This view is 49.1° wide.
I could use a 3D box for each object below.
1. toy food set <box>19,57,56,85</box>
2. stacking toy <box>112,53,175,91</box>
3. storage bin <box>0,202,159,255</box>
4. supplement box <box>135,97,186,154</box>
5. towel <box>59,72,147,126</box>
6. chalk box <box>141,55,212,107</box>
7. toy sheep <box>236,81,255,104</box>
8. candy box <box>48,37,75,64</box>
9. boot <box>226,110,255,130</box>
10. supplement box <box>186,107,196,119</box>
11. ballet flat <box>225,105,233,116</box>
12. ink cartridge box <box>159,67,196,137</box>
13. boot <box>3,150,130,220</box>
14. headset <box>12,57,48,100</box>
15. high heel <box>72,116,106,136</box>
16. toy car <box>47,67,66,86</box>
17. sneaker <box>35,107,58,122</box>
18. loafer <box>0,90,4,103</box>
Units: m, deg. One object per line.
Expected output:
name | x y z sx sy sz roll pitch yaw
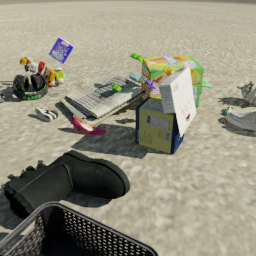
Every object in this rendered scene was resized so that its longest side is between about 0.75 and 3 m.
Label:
toy food set | -4.372 -2.759 13.485 1.697 0.763 0.810 19 27 -17
stacking toy | 0.590 -1.833 10.928 2.230 0.524 1.681 31 85 29
storage bin | -0.924 2.660 4.864 2.625 1.231 1.774 15 34 26
supplement box | 1.077 -0.116 9.298 1.431 1.433 0.962 15 34 24
towel | -1.157 -1.364 11.645 2.918 0.504 2.810 -34 42 -20
chalk box | 2.141 -2.015 12.119 2.927 1.812 1.821 -5 31 -7
toy sheep | 5.467 -1.537 12.110 1.539 1.061 1.061 32 41 21
candy box | -2.627 -3.072 11.073 0.691 0.817 0.315 32 21 -19
boot | 4.910 -0.511 10.224 2.441 1.166 0.898 18 35 28
supplement box | 1.998 -0.693 11.170 1.201 0.515 0.663 -7 32 -12
ballet flat | 4.144 -0.729 11.469 0.265 0.277 0.787 11 33 18
ink cartridge box | 1.612 -0.853 8.747 0.412 1.644 1.894 0 25 30
boot | -1.599 1.511 7.010 2.694 0.997 2.207 16 31 38
headset | -4.668 -2.303 13.230 1.555 1.183 2.518 -10 43 -18
high heel | -1.415 -0.105 10.095 1.265 0.607 0.426 11 32 17
toy car | -3.574 -2.517 14.085 0.950 0.831 0.712 -17 -13 10
sneaker | -3.201 -0.593 11.207 1.028 0.376 0.575 29 37 27
loafer | -5.768 -1.413 12.635 0.319 0.364 1.014 7 33 -28
